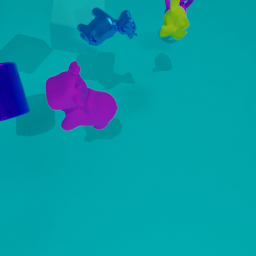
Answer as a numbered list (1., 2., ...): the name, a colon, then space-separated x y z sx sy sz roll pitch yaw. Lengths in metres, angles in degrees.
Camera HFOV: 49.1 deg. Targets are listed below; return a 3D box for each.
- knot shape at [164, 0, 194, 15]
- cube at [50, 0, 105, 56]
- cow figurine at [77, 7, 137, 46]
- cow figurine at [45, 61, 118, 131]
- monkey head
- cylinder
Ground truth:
1. knot shape: 1.587 -3.766 8.607 0.985 1.052 0.486 -27 44 -2
2. cube: -1.177 -2.515 6.554 1.117 1.117 1.117 6 75 -12
3. cow figurine: -0.380 -1.986 5.642 1.001 0.558 1.017 37 78 16
4. cow figurine: -0.747 -0.483 4.940 1.498 1.474 0.822 2 66 -33
5. monkey head: 1.049 -2.557 6.850 0.828 1.151 0.693 -18 61 -17
6. cylinder: -2.785 -0.735 5.939 1.108 1.108 1.108 -13 12 3
